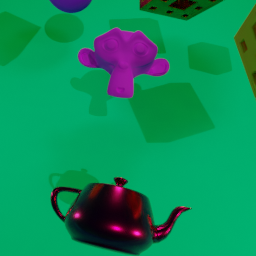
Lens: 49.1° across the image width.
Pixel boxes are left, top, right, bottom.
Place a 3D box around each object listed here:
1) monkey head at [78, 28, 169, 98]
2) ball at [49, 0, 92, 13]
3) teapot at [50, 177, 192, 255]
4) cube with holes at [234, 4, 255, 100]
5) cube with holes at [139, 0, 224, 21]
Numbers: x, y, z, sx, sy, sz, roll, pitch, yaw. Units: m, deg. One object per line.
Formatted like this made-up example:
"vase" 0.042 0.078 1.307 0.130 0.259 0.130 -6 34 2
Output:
"monkey head" -0.090 -1.213 5.477 1.929 1.163 1.388 7 86 -3
"ball" -1.375 -3.355 6.622 1.186 1.186 1.186 0 62 0
"teapot" -0.112 0.968 3.174 1.634 1.016 0.800 11 67 7
"cube with holes" 2.280 -0.902 3.181 1.379 1.379 1.379 -16 83 4
"cube with holes" 1.095 -3.136 5.669 1.279 1.279 1.279 0 90 -27
